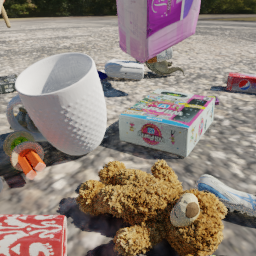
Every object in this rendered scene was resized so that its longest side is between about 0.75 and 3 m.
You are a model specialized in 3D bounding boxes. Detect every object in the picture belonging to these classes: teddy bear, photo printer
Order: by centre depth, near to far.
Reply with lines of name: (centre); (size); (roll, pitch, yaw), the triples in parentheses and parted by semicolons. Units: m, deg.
teddy bear: (0.315, 1.259, 4.920); (1.942, 0.894, 2.679); (-20, 32, -32)
photo printer: (-0.184, -2.900, 13.708); (1.935, 0.672, 1.610); (6, 24, 2)

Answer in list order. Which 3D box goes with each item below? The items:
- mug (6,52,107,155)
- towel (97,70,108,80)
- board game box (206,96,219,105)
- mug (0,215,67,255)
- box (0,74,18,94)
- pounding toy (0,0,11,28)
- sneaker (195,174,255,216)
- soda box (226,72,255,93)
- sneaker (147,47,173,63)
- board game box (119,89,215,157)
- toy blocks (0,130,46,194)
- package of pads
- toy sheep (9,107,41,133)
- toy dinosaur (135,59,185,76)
mug: (-1.708, -0.378, 6.784); (2.420, 2.121, 1.786); (-12, 40, 3)
towel: (-1.756, -2.421, 13.332); (1.004, 0.337, 1.360); (28, 36, 33)
board game box: (2.836, -1.062, 10.635); (1.101, 0.178, 0.661); (2, 21, 5)
mug: (-1.760, 1.607, 3.919); (1.755, 1.171, 1.557); (0, 27, -8)
box: (-5.517, -1.836, 11.946); (1.848, 0.402, 1.480); (-17, 30, -31)
pounding toy: (-3.657, -3.716, 8.042); (1.411, 1.407, 2.460); (33, 30, -40)
sneaker: (1.984, 1.391, 5.188); (1.539, 0.553, 0.558); (22, 74, 22)
soda box: (5.221, -1.869, 11.747); (2.021, 0.641, 0.707); (11, 28, 20)
sneaker: (0.780, -3.625, 11.479); (1.251, 1.076, 2.954); (-19, 42, 0)
board game box: (1.238, -0.296, 8.224); (1.972, 0.859, 2.673); (13, 29, 26)
toy blocks: (-2.544, 0.874, 5.863); (1.739, 0.758, 2.087); (-15, 29, -28)
package of pads: (0.405, -1.847, 3.581); (1.125, 1.867, 0.706); (-35, 60, -20)
toy sheep: (-2.656, -0.146, 7.720); (1.021, 1.021, 1.481); (-21, 6, -37)
toy dinosaur: (1.424, -3.161, 13.909); (2.943, 1.133, 1.505); (39, 40, -9)
